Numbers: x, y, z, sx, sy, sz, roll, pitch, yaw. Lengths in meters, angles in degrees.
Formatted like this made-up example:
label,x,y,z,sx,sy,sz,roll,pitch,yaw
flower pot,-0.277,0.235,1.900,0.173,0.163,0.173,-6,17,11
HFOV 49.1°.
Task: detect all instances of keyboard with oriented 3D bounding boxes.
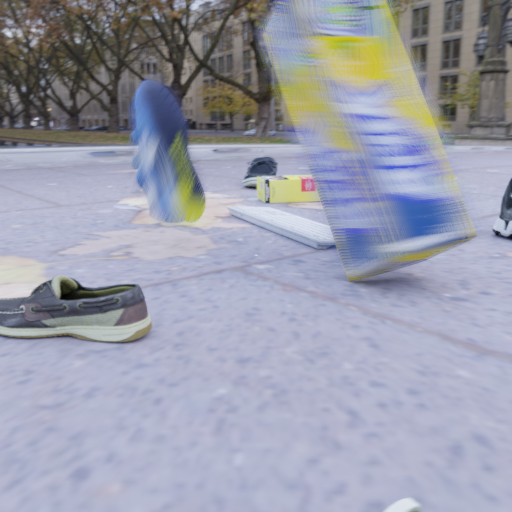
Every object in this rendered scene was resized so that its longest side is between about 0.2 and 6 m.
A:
label,x,y,z,sx,sy,sz,roll,pitch,yaw
keyboard,0.660,-0.637,10.797,1.108,0.210,3.935,-6,15,-24

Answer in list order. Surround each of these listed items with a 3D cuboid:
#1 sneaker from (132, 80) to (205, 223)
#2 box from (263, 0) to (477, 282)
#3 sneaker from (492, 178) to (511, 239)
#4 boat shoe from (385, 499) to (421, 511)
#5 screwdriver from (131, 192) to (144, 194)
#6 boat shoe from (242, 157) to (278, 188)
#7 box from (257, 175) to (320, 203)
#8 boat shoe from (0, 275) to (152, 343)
label,x,y,z,sx,sy,sz,roll,pitch,yaw
sneaker,-1.585,-1.604,8.972,0.957,2.326,0.860,-9,5,39
box,1.324,-1.655,7.149,1.198,3.726,1.305,-15,-10,-20
sneaker,5.134,-0.745,8.873,0.973,1.324,2.927,-9,17,-30
boat shoe,0.386,1.414,1.744,0.475,0.568,1.590,8,22,32
screwdriver,-2.374,-1.608,14.797,1.853,0.270,0.259,-3,13,3
boat shoe,0.172,-2.645,17.604,1.057,0.882,2.833,4,15,7
box,1.313,-1.750,14.427,2.491,0.624,0.937,-3,14,-10
boat shoe,-1.886,0.467,5.484,1.773,0.583,0.633,3,14,11
